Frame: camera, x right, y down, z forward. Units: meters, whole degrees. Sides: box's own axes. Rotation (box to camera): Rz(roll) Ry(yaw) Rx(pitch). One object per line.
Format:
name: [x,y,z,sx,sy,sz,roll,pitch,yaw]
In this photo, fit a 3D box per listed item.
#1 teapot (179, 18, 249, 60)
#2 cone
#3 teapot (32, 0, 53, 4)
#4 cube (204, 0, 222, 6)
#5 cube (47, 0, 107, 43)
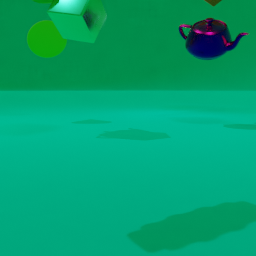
teapot: [2.104,-2.316,7.116,1.868,0.915,1.162,26,54,32]
cone: [-2.560,-2.926,8.530,1.138,1.138,1.143,-4,42,-27]
teapot: [-1.849,-3.227,6.053,0.964,1.225,1.969,-16,-23,36]
cube: [2.404,-4.137,7.763,0.863,0.863,0.863,18,-25,-28]
cube: [-1.030,-2.377,5.826,0.794,0.794,0.794,14,-19,18]
